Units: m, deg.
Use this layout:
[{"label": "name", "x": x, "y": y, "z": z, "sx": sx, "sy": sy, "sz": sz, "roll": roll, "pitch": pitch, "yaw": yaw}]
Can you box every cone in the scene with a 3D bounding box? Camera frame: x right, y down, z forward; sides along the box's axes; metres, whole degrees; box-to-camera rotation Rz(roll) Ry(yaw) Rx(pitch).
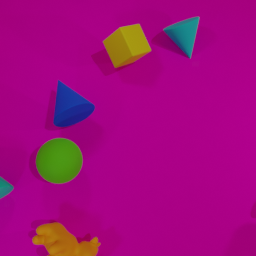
[{"label": "cone", "x": 1.915, "y": -2.875, "z": 9.294, "sx": 1.200, "sy": 1.200, "sz": 1.204, "roll": -24, "pitch": 112, "yaw": -6}, {"label": "cone", "x": -4.188, "y": 1.300, "z": 7.720, "sx": 1.495, "sy": 1.495, "sz": 1.500, "roll": -28, "pitch": 77, "yaw": -7}, {"label": "cone", "x": -1.808, "y": -0.896, "z": 8.218, "sx": 1.274, "sy": 1.274, "sz": 1.279, "roll": -26, "pitch": 74, "yaw": -7}]

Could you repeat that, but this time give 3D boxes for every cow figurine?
[{"label": "cow figurine", "x": -1.581, "y": 3.094, "z": 7.470, "sx": 1.510, "sy": 1.486, "sz": 0.829, "roll": 41, "pitch": 115, "yaw": 35}]

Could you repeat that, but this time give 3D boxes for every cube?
[{"label": "cube", "x": -0.030, "y": -2.510, "z": 8.581, "sx": 0.903, "sy": 0.903, "sz": 0.903, "roll": -29, "pitch": 96, "yaw": -42}]

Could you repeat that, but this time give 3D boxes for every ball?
[{"label": "ball", "x": -1.864, "y": 0.891, "z": 7.639, "sx": 1.232, "sy": 1.232, "sz": 1.232, "roll": 0, "pitch": 75, "yaw": 0}]
